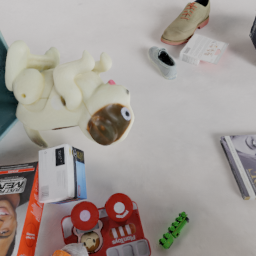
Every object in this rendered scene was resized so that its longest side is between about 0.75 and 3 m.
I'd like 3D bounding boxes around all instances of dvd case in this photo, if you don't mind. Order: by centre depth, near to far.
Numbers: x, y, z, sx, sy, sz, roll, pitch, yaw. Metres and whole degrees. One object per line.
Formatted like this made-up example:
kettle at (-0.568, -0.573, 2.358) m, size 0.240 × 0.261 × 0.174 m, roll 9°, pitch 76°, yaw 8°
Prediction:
dvd case at (3.356, 0.767, 6.247) m, size 2.185 × 0.175 × 1.625 m, roll -4°, pitch 48°, yaw -3°

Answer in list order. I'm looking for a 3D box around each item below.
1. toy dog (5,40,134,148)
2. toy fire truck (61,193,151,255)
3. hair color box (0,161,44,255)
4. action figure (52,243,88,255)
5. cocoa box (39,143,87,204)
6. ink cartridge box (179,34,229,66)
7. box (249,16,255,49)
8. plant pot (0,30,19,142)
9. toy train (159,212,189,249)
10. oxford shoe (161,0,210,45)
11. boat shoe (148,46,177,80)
toy dog at (-1.115, -0.507, 5.955) m, size 2.580 × 2.501 × 1.800 m, roll 19°, pitch 5°, yaw 13°
toy fire truck at (-0.395, 1.833, 4.874) m, size 1.424 × 0.799 × 1.196 m, roll -11°, pitch 73°, yaw -11°
hair color box at (-2.141, 1.616, 5.056) m, size 1.001 × 0.604 × 1.973 m, roll -8°, pitch 49°, yaw 6°
action figure at (-0.896, 2.496, 3.845) m, size 1.920 × 1.004 × 1.858 m, roll -1°, pitch 44°, yaw 22°
cocoa box at (-1.259, 0.912, 5.431) m, size 0.674 × 0.663 × 1.011 m, roll -14°, pitch 68°, yaw 18°
ink cartridge box at (2.488, -2.505, 9.182) m, size 1.226 × 0.311 × 1.391 m, roll 24°, pitch 52°, yaw 17°
box at (5.276, -2.912, 8.871) m, size 2.113 × 1.302 × 2.096 m, roll 3°, pitch 46°, yaw 4°
plant pot at (-4.201, -0.902, 6.392) m, size 2.475 × 2.423 × 2.430 m, roll 8°, pitch 47°, yaw 21°
toy train at (0.874, 1.893, 5.196) m, size 0.228 × 0.168 × 0.807 m, roll 44°, pitch 60°, yaw 9°
oxford shoe at (2.054, -3.885, 9.937) m, size 1.009 × 1.071 × 2.865 m, roll 26°, pitch 52°, yaw 22°
boat shoe at (1.093, -2.176, 8.687) m, size 0.576 × 0.588 × 1.650 m, roll -14°, pitch 49°, yaw -13°
